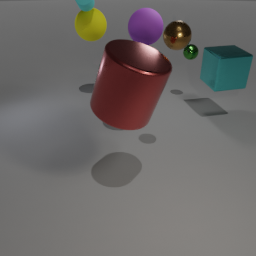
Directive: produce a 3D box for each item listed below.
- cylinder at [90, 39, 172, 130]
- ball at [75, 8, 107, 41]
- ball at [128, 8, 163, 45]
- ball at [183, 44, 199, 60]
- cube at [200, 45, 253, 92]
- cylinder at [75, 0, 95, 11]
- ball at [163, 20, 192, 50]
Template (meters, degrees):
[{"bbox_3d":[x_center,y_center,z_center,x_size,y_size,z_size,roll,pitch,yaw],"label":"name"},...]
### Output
[{"bbox_3d":[0.029,-0.910,5.896,1.400,1.400,1.400,14,37,-11],"label":"cylinder"},{"bbox_3d":[-1.637,-4.541,12.308,1.400,1.400,1.400,0,28,0],"label":"ball"},{"bbox_3d":[0.694,-3.993,11.077,1.400,1.400,1.400,0,28,0],"label":"ball"},{"bbox_3d":[2.883,-3.486,12.858,0.700,0.700,0.700,0,28,0],"label":"ball"},{"bbox_3d":[3.921,-2.441,11.352,1.400,1.400,1.400,-7,33,-10],"label":"cube"},{"bbox_3d":[-1.731,-5.134,11.205,0.700,0.700,0.700,0,5,1],"label":"cylinder"},{"bbox_3d":[1.213,-2.273,6.894,0.700,0.700,0.700,0,28,0],"label":"ball"}]
